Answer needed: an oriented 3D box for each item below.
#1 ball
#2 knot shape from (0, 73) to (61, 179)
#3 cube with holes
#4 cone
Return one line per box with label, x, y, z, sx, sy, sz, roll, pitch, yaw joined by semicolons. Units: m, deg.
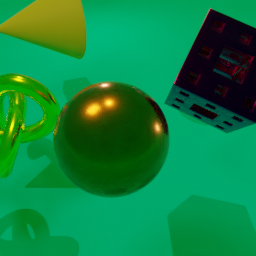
ball;-0.190;0.131;3.347;1.364;1.364;1.364;0;43;0
knot shape;-2.179;-0.236;4.795;1.754;1.875;0.866;38;16;17
cube with holes;1.514;-0.829;4.621;1.285;1.285;1.285;26;84;4
cone;-1.893;-2.105;5.760;1.610;1.604;1.604;-16;45;-23
